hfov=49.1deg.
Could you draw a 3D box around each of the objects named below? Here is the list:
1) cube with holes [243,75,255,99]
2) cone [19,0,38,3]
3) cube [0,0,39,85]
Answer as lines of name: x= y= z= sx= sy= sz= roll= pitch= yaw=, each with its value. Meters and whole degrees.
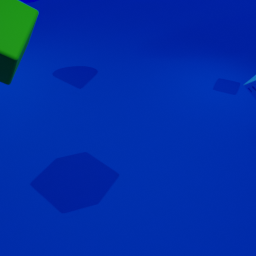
cube with holes: x=2.799 y=-0.759 z=4.961 sx=0.883 sy=0.883 sz=0.883 roll=50 pitch=9 yaw=4
cone: x=-3.364 y=-5.141 z=8.730 sx=1.619 sy=1.625 sz=1.619 roll=-2 pitch=72 yaw=7
cube: x=-2.521 y=-1.720 z=5.240 sx=1.159 sy=1.159 sz=1.159 roll=23 pitch=64 yaw=-22
